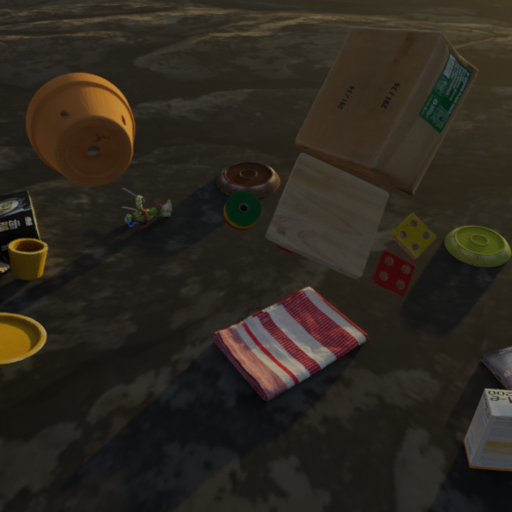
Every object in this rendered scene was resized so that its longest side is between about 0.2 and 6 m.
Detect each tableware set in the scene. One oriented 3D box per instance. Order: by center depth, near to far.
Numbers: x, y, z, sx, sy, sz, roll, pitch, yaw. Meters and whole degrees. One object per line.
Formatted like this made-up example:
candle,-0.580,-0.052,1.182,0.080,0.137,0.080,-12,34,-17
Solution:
tableware set,-4.884,0.771,8.999,3.283,0.748,4.874,11,22,0

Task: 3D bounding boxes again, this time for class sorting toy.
sorting toy,0.961,-0.432,7.190,2.644,0.447,1.275,24,69,-4

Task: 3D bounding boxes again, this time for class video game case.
video game case,4.569,2.052,8.983,1.124,0.149,1.573,-12,41,-15

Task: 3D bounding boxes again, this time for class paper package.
paper package,1.967,-2.292,8.767,1.114,2.153,2.052,22,7,-40

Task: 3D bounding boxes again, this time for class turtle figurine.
turtle figurine,-2.459,-1.123,12.482,1.033,0.767,1.065,-9,43,-18

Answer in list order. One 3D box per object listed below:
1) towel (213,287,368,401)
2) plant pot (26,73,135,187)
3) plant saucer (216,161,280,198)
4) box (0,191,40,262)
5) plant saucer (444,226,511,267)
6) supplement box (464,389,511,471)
towel,0.596,1.420,9.692,2.251,0.256,1.622,-24,45,-27
plant pot,-2.437,-1.698,8.058,1.542,1.542,1.080,-15,40,-18
plant saucer,-0.199,-1.952,13.935,1.587,0.254,1.587,-1,39,1
box,-5.346,-0.615,11.893,1.289,0.678,1.574,-14,41,-18
plant saucer,4.695,-0.262,11.837,1.344,0.209,1.344,-1,39,0
supplement box,3.403,2.401,7.658,0.781,1.240,0.456,4,39,4
